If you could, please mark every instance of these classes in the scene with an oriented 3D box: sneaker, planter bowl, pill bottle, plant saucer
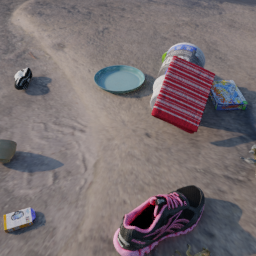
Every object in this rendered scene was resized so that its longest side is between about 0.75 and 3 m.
[{"bbox_3d":[-4.896,-2.179,12.803,0.647,0.596,1.617,-11,35,8],"label":"sneaker"},{"bbox_3d":[-4.106,0.793,9.101,0.898,0.898,0.604,-3,68,-4],"label":"planter bowl"},{"bbox_3d":[1.996,-1.879,11.220,1.700,1.700,2.988,13,54,15],"label":"pill bottle"},{"bbox_3d":[-0.400,-2.229,12.957,2.331,0.319,2.331,0,41,0],"label":"plant saucer"},{"bbox_3d":[0.927,2.119,7.095,2.841,1.355,1.122,-24,44,-28],"label":"sneaker"}]

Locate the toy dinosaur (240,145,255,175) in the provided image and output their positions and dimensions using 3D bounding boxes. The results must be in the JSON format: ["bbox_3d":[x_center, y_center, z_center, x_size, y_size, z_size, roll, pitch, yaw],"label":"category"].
[{"bbox_3d":[4.874,1.545,8.211,1.470,1.106,2.874,-35,57,-17],"label":"toy dinosaur"}]

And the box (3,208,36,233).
[{"bbox_3d":[-2.922,2.471,7.584,0.810,0.168,0.482,-12,42,-17],"label":"box"}]

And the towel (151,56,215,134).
[{"bbox_3d":[1.966,-1.174,9.852,1.743,0.271,2.410,23,78,-6],"label":"towel"}]

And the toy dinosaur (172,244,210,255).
[{"bbox_3d":[1.362,3.296,6.345,0.912,0.525,1.804,20,44,20],"label":"toy dinosaur"}]

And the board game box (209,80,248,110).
[{"bbox_3d":[4.162,-1.440,12.022,1.256,0.320,1.856,-2,41,-3],"label":"board game box"}]

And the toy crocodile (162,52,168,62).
[{"bbox_3d":[2.726,-2.894,13.310,0.902,0.825,2.671,-28,46,-29],"label":"toy crocodile"}]
